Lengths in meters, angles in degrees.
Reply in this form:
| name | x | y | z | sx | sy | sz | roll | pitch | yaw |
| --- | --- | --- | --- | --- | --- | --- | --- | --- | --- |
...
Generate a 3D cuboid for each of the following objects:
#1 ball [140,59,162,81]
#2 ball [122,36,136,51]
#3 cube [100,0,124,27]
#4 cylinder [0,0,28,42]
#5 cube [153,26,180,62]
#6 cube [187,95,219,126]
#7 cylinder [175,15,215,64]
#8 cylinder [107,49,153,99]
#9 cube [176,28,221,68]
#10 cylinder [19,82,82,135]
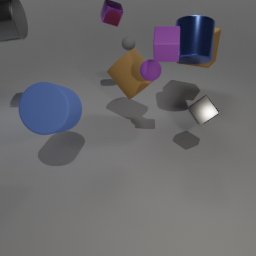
| name | x | y | z | sx | sy | sz | roll | pitch | yaw |
| --- | --- | --- | --- | --- | --- | --- | --- | --- | --- |
| ball | 0.736 | -1.873 | 9.072 | 0.700 | 0.700 | 0.700 | 0 | 33 | 0 |
| ball | 0.029 | -4.242 | 14.038 | 0.700 | 0.700 | 0.700 | 0 | 33 | 0 |
| cube | -0.665 | -4.663 | 11.346 | 0.700 | 0.700 | 0.700 | 9 | 44 | -23 |
| cylinder | -4.355 | -3.671 | 9.547 | 1.400 | 1.400 | 1.400 | -7 | 33 | 2 |
| cube | 1.087 | -2.352 | 7.870 | 0.700 | 0.700 | 0.700 | 2 | 60 | 8 |
| cube | 2.368 | -0.538 | 8.892 | 0.700 | 0.700 | 0.700 | -35 | -6 | 9 |
| cylinder | 2.376 | -3.142 | 10.148 | 1.400 | 1.400 | 1.400 | 5 | 1 | 0 |
| cylinder | 0.155 | -2.066 | 10.781 | 1.400 | 1.400 | 1.400 | -38 | 7 | 6 |
| cube | 2.982 | -3.459 | 11.819 | 1.400 | 1.400 | 1.400 | 14 | 29 | 23 |
| cylinder | -2.166 | -0.548 | 8.053 | 1.400 | 1.400 | 1.400 | 3 | 3 | 5 |
